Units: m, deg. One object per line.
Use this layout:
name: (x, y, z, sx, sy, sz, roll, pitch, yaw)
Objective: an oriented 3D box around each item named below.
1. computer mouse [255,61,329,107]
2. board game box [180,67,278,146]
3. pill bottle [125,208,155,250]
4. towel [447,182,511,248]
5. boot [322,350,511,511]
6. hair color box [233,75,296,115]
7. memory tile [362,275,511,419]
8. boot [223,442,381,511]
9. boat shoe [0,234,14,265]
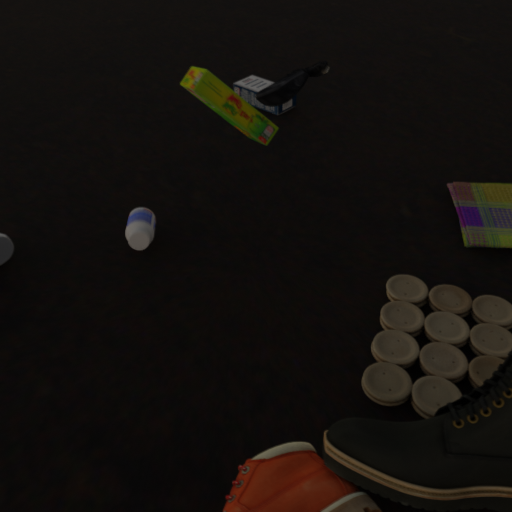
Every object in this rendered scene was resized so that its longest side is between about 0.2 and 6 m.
computer mouse: (0.603, -2.988, 9.969, 1.404, 0.370, 0.972, -36, 25, -26)
board game box: (-0.481, -2.719, 10.190, 1.725, 0.411, 0.876, 32, 5, -31)
pill bottle: (-2.064, -0.468, 9.985, 0.500, 0.500, 0.892, -3, 29, -4)
towel: (4.615, -0.792, 10.770, 1.567, 0.248, 2.181, 4, 40, 3)
boot: (2.427, 1.569, 6.158, 3.162, 2.187, 1.225, 8, 10, 0)
hair color box: (0.221, -4.266, 14.824, 1.570, 0.475, 0.785, 30, 48, 31)
memory tile: (2.745, 1.335, 8.178, 2.050, 0.225, 2.675, 13, 40, 15)
boot: (-0.086, 2.859, 5.874, 2.523, 0.947, 1.353, -15, 35, -26)
boat shoe: (-5.072, 0.188, 9.271, 0.593, 0.719, 2.095, 20, 37, 31)
